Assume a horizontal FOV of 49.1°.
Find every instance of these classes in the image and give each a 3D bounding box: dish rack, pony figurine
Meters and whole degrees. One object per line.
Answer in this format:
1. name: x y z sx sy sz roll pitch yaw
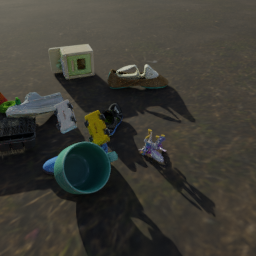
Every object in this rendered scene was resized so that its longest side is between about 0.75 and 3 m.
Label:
1. dish rack: -4.160 0.054 10.169 1.679 0.597 2.189 -7 34 -12
2. pony figurine: 0.875 0.607 9.261 0.900 0.932 0.776 22 30 3

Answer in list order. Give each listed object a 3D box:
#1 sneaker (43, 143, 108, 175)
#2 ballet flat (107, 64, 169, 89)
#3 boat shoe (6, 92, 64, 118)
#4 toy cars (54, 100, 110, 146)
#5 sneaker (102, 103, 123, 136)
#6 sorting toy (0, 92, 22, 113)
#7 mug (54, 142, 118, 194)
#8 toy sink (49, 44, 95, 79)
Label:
1. sneaker: -1.664 0.840 8.852 2.097 0.822 0.691 -13 39 -16
2. ballet flat: 0.497 -2.491 13.391 2.982 1.079 1.011 0 36 -1
3. boat shoe: -3.597 -0.956 10.908 2.424 0.863 0.845 -16 1 -45
4. toy cars: -1.434 -0.104 8.847 2.483 0.550 1.113 20 68 28
5. sneaker: -0.620 -0.434 10.701 0.658 0.769 1.856 9 36 9
6. sorting toy: -5.084 -1.219 11.578 2.552 0.879 0.885 20 38 36
7. mug: -1.230 1.189 7.947 1.700 1.051 1.397 20 67 -29
8. toy sink: -2.888 -3.379 14.426 2.103 1.370 1.178 -10 37 -16
